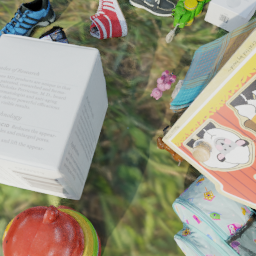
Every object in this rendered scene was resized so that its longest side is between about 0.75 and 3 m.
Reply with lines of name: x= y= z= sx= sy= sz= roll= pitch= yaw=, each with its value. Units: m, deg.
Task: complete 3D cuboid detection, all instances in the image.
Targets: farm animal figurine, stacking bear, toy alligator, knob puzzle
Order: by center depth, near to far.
knob puzzle: x=2.059 y=0.502 z=3.791 sx=3.163 sy=3.163 sz=0.439 roll=30 pitch=52 yaw=14
stacking bear: x=-1.345 y=2.133 z=5.105 sx=1.547 sy=2.720 sz=1.652 roll=21 pitch=65 yaw=10
farm animal figurine: x=1.482 y=-0.138 z=7.198 sx=1.921 sy=1.196 sz=2.379 roll=7 pitch=63 yaw=-15
toy alligator: x=1.805 y=-3.806 z=9.166 sx=0.730 sy=0.798 sz=2.692 roll=36 pitch=69 yaw=16

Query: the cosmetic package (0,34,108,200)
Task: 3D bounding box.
cosmetic package: x=-1.979 y=-0.178 z=6.478 sx=2.338 sy=2.336 sz=2.834 roll=11 pitch=63 yaw=6

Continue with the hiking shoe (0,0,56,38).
hiking shoe: x=-3.376 y=-3.438 z=8.878 sx=0.842 sy=0.981 sz=2.262 roll=39 pitch=70 yaw=17

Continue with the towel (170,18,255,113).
towel: x=1.728 y=-1.180 z=5.036 sx=0.253 sy=2.329 sz=1.708 roll=32 pitch=73 yaw=-16

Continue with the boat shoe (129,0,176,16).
boat shoe: x=0.848 y=-4.351 z=9.592 sx=1.744 sy=0.526 sz=0.659 roll=18 pitch=65 yaw=9

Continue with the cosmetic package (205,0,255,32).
cosmetic package: x=3.454 y=-3.944 z=9.247 sx=1.256 sy=0.775 sz=1.260 roll=33 pitch=68 yaw=15

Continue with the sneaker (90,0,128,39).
sneaker: x=-0.864 y=-3.755 z=9.187 sx=1.146 sy=0.726 sz=2.038 roll=-18 pitch=67 yaw=-12

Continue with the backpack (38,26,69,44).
backpack: x=-2.249 y=-2.460 z=8.490 sx=0.931 sy=0.977 sz=0.753 roll=-19 pitch=78 yaw=-6

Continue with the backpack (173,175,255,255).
backpack: x=1.836 y=2.058 z=5.584 sx=1.646 sy=1.887 sz=2.147 roll=-35 pitch=75 yaw=-10
